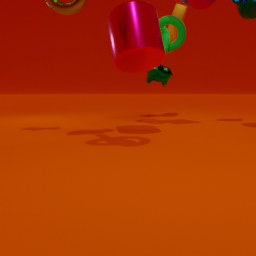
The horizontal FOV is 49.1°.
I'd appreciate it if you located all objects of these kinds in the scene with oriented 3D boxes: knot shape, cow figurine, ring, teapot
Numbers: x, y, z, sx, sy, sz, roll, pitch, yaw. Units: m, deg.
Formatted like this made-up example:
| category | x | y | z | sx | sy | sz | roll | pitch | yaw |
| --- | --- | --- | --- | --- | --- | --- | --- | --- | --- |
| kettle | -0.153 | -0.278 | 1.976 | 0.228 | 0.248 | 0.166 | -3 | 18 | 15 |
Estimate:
| category | x | y | z | sx | sy | sz | roll | pitch | yaw |
| --- | --- | --- | --- | --- | --- | --- | --- | --- | --- |
| knot shape | 0.991 | -2.695 | 8.287 | 1.448 | 1.548 | 0.715 | -18 | -8 | 16 |
| cow figurine | 1.116 | -2.365 | 11.104 | 1.471 | 0.808 | 1.448 | 14 | -30 | -2 |
| ring | 1.811 | -3.862 | 10.682 | 0.409 | 2.043 | 2.043 | 18 | 10 | 6 |
| teapot | 3.725 | -3.778 | 8.274 | 1.638 | 0.802 | 1.018 | -10 | -31 | -20 |
| knot shape | -1.081 | -3.027 | 5.362 | 1.323 | 1.414 | 0.653 | -32 | 32 | -16 |

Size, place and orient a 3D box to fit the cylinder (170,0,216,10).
| category | x | y | z | sx | sy | sz | roll | pitch | yaw |
| --- | --- | --- | --- | --- | --- | --- | --- | --- | --- |
| cylinder | 1.712 | -3.883 | 7.482 | 1.183 | 1.183 | 1.183 | -4 | 32 | -27 |

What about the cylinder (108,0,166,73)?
| category | x | y | z | sx | sy | sz | roll | pitch | yaw |
| --- | --- | --- | --- | --- | --- | --- | --- | --- | --- |
| cylinder | 0.189 | -2.093 | 6.590 | 1.210 | 1.210 | 1.210 | -8 | -14 | -2 |
